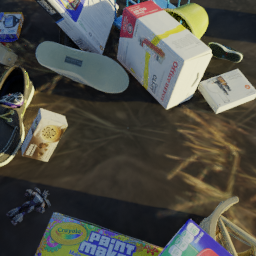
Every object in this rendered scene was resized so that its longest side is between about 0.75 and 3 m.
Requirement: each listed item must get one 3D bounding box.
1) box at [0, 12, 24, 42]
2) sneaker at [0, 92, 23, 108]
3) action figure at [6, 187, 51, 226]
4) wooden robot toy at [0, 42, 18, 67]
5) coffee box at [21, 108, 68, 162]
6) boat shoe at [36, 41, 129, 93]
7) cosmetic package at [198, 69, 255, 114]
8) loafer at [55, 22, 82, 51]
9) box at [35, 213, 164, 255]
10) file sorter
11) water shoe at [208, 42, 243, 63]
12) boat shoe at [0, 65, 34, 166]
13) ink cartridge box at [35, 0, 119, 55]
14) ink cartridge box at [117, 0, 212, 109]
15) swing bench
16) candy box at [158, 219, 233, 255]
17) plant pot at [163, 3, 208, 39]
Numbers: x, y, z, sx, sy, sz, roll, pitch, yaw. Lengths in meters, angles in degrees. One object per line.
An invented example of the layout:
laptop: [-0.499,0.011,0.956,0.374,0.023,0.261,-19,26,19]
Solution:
box: [-4.071,-3.453,9.564,0.765,0.267,1.285,-2,57,-1]
sneaker: [-2.957,-0.661,7.275,1.017,0.424,0.410,7,44,46]
action figure: [-2.214,1.761,6.356,1.002,0.348,0.652,-38,61,-25]
wooden robot toy: [-4.452,-2.293,8.676,2.506,1.104,1.137,31,99,17]
coffee box: [-2.017,0.186,6.698,0.652,1.154,0.461,20,25,-33]
boat shoe: [-1.239,-1.727,7.980,2.647,0.943,0.923,20,95,-7]
cosmetic package: [2.864,-1.079,8.080,1.328,0.343,1.001,-21,64,-12]
loafer: [-1.900,-3.357,9.256,0.930,0.951,2.607,-18,56,28]
box: [-0.084,2.752,4.493,2.569,2.474,1.567,15,59,9]
file sorter: [0.811,-4.088,9.307,2.221,1.363,1.541,-36,66,-20]
water shoe: [3.088,-2.405,8.921,1.135,0.406,0.448,31,38,17]
boat shoe: [-3.201,-0.408,7.348,1.000,0.845,2.805,4,59,-3]
ink cartridge box: [-1.450,-3.847,8.625,0.595,2.502,2.532,-16,48,34]
ink cartridge box: [0.854,-2.007,7.720,1.021,1.777,2.448,-27,62,-27]
swing bench: [1.908,2.379,5.233,1.049,1.609,1.617,-29,63,-17]
candy box: [0.859,2.151,3.017,1.691,0.651,1.430,40,65,18]
plant pot: [1.666,-3.078,8.677,1.686,1.686,1.550,33,53,18]
